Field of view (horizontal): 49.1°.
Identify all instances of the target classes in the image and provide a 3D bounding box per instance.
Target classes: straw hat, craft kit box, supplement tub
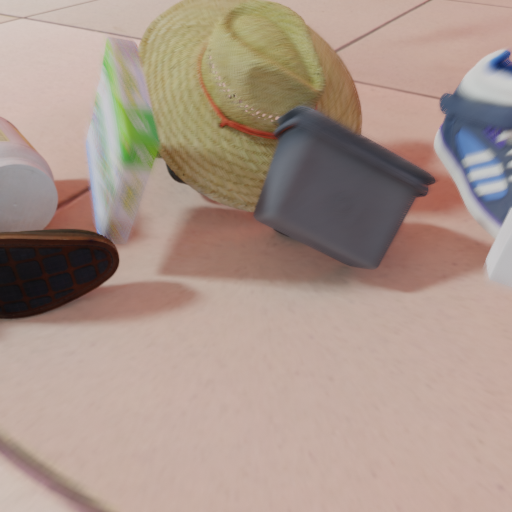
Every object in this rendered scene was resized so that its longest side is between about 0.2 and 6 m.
[{"bbox_3d":[0.105,-2.749,8.362,3.988,1.688,3.988,4,75,-14],"label":"straw hat"},{"bbox_3d":[-1.827,-1.474,7.362,0.466,1.899,1.922,-1,55,-24],"label":"craft kit box"},{"bbox_3d":[-4.014,-1.228,8.613,1.464,1.464,2.019,-23,43,-28],"label":"supplement tub"}]

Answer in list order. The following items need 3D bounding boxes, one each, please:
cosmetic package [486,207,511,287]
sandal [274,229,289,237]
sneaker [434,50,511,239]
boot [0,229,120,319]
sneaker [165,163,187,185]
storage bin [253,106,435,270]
[{"bbox_3d":[2.456,-0.235,5.061,0.348,0.978,0.496,21,27,10],"label":"cosmetic package"},{"bbox_3d":[1.223,-0.638,8.673,1.990,0.449,0.747,-2,37,-3],"label":"sandal"},{"bbox_3d":[3.496,-1.448,7.360,1.053,1.914,2.614,-16,61,-20],"label":"sneaker"},{"bbox_3d":[-3.667,-0.124,7.245,3.661,1.368,1.774,-10,40,-10],"label":"boot"},{"bbox_3d":[-1.772,-2.034,10.223,1.715,1.114,2.969,-8,32,6],"label":"sneaker"},{"bbox_3d":[0.999,-0.797,7.561,2.117,1.422,1.541,26,-4,-15],"label":"storage bin"}]
